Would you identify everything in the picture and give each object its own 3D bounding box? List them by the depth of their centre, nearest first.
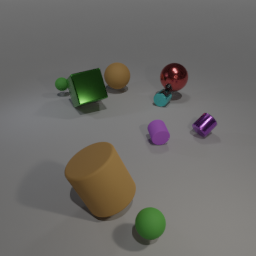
[{"bbox_3d":[0.508,2.160,6.355,0.700,0.700,0.700,0,29,0],"label":"ball"},{"bbox_3d":[-0.693,1.316,7.262,1.400,1.400,1.400,-21,28,12],"label":"cylinder"},{"bbox_3d":[1.151,0.157,10.562,0.700,0.700,0.700,-5,39,-10],"label":"cylinder"},{"bbox_3d":[3.001,-0.118,10.979,0.700,0.700,0.700,-43,41,-7],"label":"cylinder"},{"bbox_3d":[-1.933,-1.837,13.045,1.400,1.400,1.400,-18,4,-20],"label":"cube"},{"bbox_3d":[1.700,-1.487,13.727,0.700,0.700,0.700,15,32,25],"label":"cylinder"},{"bbox_3d":[2.287,-2.522,13.917,1.400,1.400,1.400,0,29,0],"label":"ball"},{"bbox_3d":[-3.409,-2.259,14.443,0.700,0.700,0.700,0,29,0],"label":"ball"},{"bbox_3d":[-0.577,-2.790,14.980,1.400,1.400,1.400,0,29,0],"label":"ball"}]
